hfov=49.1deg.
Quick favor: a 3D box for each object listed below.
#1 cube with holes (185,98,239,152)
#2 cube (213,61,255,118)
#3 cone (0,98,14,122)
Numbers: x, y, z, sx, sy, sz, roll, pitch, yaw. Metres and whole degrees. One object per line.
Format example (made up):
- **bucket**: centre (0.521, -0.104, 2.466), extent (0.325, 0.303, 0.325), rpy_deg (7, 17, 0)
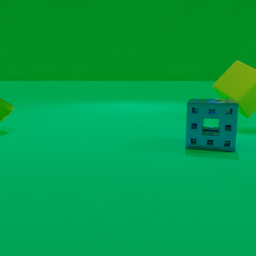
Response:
- **cube with holes**: centre (1.899, -0.111, 6.398), extent (1.030, 1.030, 1.030), rpy_deg (3, 11, 16)
- **cube**: centre (3.576, -1.201, 8.754), extent (1.103, 1.103, 1.103), rpy_deg (36, 10, -43)
- **cone**: centre (-4.173, -0.821, 7.633), extent (1.441, 1.446, 1.441), rpy_deg (-17, 32, 11)
